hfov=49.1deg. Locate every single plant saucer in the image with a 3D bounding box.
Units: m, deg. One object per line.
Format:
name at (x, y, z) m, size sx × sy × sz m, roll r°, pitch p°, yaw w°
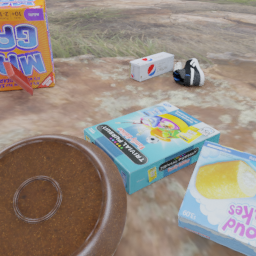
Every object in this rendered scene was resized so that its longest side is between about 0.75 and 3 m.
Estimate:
plant saucer at (-3.213, -1.498, 8.301) m, size 0.173 × 0.943 × 0.945 m, roll -40°, pitch 49°, yaw 3°
plant saucer at (-1.246, 1.062, 3.988) m, size 2.472 × 0.426 × 2.472 m, roll 0°, pitch 59°, yaw 1°

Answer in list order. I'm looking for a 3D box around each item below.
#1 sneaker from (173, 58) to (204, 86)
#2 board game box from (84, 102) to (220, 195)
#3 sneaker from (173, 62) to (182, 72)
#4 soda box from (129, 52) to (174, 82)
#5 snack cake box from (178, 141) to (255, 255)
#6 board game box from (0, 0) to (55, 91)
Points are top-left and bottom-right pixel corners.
sneaker at (1.994, -2.009, 9.817) m, size 0.949 × 0.620 × 1.696 m, roll -1°, pitch 33°, yaw -4°
board game box at (0.508, 0.268, 6.164) m, size 2.380 × 0.558 × 1.797 m, roll -20°, pitch 37°, yaw -29°
sneaker at (1.847, -2.208, 10.382) m, size 0.332 × 0.386 × 0.913 m, roll 2°, pitch 33°, yaw 1°
soda box at (0.879, -2.265, 10.244) m, size 1.800 × 0.613 × 0.573 m, roll -25°, pitch 40°, yaw -35°
snack cake box at (1.929, 1.166, 3.922) m, size 2.178 × 0.732 × 1.252 m, roll 18°, pitch 64°, yaw 20°
board game box at (-3.912, -2.904, 9.472) m, size 2.487 × 2.489 × 2.488 m, roll -7°, pitch 32°, yaw -11°
